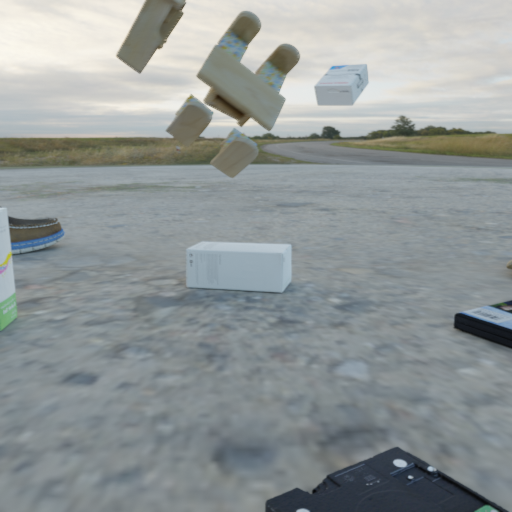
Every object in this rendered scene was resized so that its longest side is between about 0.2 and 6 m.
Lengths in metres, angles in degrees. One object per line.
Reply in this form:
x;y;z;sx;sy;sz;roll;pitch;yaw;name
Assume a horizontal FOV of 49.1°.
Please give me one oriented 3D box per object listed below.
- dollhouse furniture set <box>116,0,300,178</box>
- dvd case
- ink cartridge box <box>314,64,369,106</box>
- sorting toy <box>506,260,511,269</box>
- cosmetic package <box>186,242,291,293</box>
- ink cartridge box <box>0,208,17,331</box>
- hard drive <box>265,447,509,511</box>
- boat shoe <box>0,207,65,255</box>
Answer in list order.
-0.507;-2.806;7.901;2.373;2.180;1.544;33;-32;-18;dollhouse furniture set
3.252;0.674;5.523;2.117;0.186;1.510;-7;14;-31;dvd case
1.790;-3.564;11.681;0.808;0.467;1.107;8;42;28;ink cartridge box
4.627;0.204;7.791;1.951;0.261;1.453;7;9;32;sorting toy
-0.210;0.123;7.323;1.276;0.541;0.686;4;11;14;cosmetic package
-2.964;-0.019;5.610;0.877;1.497;0.504;0;11;-2;ink cartridge box
0.753;1.291;2.307;0.904;0.245;1.294;-8;13;-34;hard drive
-4.710;-0.548;9.391;2.855;1.033;1.031;-6;13;-29;boat shoe
